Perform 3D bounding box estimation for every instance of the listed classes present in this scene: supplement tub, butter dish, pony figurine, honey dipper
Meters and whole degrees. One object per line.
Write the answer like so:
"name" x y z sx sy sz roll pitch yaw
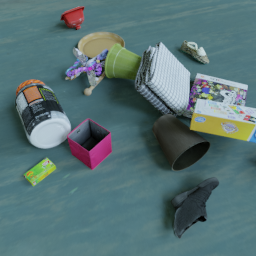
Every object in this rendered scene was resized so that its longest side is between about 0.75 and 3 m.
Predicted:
"supplement tub" -3.214 -0.592 10.326 1.529 1.529 2.495 -22 52 -17
"butter dish" -2.880 -5.851 15.210 1.346 0.995 1.342 -26 13 -12
"pony figurine" -1.627 -2.683 12.099 2.082 1.734 2.010 -31 12 -22
"honey dipper" -1.093 -2.413 12.581 0.540 0.540 2.844 25 57 20

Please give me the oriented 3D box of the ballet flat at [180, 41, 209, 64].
"ballet flat" 3.258 -3.736 13.554 0.583 0.647 1.719 -27 54 -31

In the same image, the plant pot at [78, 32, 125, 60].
"plant pot" -1.321 -4.075 14.079 2.334 0.321 2.334 0 49 1

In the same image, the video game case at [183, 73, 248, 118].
"video game case" 3.629 -1.143 11.499 2.215 0.438 2.444 17 52 14

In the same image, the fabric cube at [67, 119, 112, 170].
"fabric cube" -1.292 0.548 9.646 1.088 1.084 1.067 32 57 24

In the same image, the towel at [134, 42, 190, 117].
"towel" 1.361 -1.871 11.060 2.138 1.105 2.582 38 44 -28

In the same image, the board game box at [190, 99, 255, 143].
"board game box" 3.543 -0.243 9.138 2.813 0.567 2.152 12 21 14

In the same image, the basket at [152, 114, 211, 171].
"basket" 1.688 0.407 9.759 1.554 1.172 1.723 -31 51 -9

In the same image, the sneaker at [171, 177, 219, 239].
"sneaker" 2.116 2.360 8.452 2.033 0.611 1.060 -23 53 -13

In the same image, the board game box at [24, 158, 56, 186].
"board game box" -2.949 1.468 9.423 0.476 0.223 0.937 35 58 26

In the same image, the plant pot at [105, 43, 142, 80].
"plant pot" 0.014 -2.693 12.072 1.463 1.541 1.541 21 53 18
